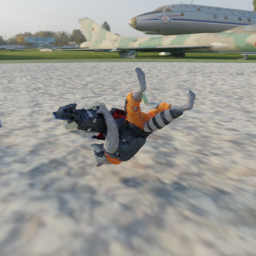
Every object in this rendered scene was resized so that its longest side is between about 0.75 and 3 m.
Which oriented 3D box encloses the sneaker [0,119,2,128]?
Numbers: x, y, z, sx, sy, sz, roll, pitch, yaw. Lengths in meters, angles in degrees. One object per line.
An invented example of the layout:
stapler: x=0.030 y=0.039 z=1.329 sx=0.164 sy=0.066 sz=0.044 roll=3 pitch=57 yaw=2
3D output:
sneaker: x=-4.114 y=-0.366 z=6.671 sx=2.142 sy=1.237 sz=0.865 roll=46 pitch=20 yaw=1

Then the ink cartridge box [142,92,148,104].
ink cartridge box: x=0.588 y=-1.428 z=11.122 sx=0.193 sy=0.805 sz=0.586 roll=-21 pitch=18 yaw=11

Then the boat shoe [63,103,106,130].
boat shoe: x=-1.147 y=-0.232 z=7.535 sx=1.285 sy=0.439 sz=0.480 roll=-25 pitch=-27 yaw=6

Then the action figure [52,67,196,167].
action figure: x=-0.097 y=-0.016 z=4.599 sx=2.035 sy=1.968 sz=1.064 roll=4 pitch=49 yaw=-41
